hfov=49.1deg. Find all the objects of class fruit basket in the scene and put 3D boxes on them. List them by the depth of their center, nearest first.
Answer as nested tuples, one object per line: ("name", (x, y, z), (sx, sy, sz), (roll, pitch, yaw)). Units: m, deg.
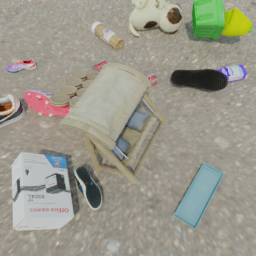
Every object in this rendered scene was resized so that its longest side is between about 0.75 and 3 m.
("fruit basket", (3.790, -4.471, 11.278), (2.421, 2.421, 1.746), (-7, 93, -5))

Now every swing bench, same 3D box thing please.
("swing bench", (-0.264, -0.175, 8.172), (1.609, 2.480, 2.467), (9, 54, 32))

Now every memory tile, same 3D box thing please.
("memory tile", (-1.395, -1.345, 9.998), (2.102, 0.230, 2.742), (9, 35, 5))

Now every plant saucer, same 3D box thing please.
("plant saucer", (2.124, 1.975, 8.311), (0.705, 0.191, 2.016), (29, 60, 18))

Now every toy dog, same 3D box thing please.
("toy dog", (1.264, -4.965, 12.239), (2.233, 1.558, 2.165), (16, 71, 10))

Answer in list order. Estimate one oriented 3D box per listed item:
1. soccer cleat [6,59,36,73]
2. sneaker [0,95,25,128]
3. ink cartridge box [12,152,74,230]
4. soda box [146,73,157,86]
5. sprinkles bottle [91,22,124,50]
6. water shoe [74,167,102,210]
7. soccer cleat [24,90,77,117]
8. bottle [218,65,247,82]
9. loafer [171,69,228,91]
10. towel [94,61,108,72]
("soccer cleat", (-4.307, -2.520, 11.205), (1.170, 0.428, 0.399), (-9, 56, -6))
("sneaker", (-4.787, -0.327, 9.403), (2.493, 0.990, 0.978), (-35, 64, -20))
("ink cartridge box", (-2.378, 1.725, 7.738), (1.378, 0.795, 1.899), (13, 47, -37))
("soda box", (0.627, -1.691, 10.687), (1.018, 0.356, 0.323), (-31, 61, -20))
("sprinkles bottle", (-0.889, -4.002, 12.139), (0.550, 0.550, 1.611), (-38, 64, -23))
("water shoe", (-1.162, 1.771, 8.198), (0.482, 0.532, 1.348), (-18, 69, -26))
("soccer cleat", (-2.429, -0.871, 9.957), (2.560, 0.854, 0.979), (14, 34, 12))
("bottle", (3.802, -2.071, 10.868), (1.472, 0.481, 0.615), (-10, 57, -7))
("loafer", (2.660, -1.879, 10.498), (2.080, 0.759, 0.742), (10, 14, 7))
("towel", (-0.931, -2.361, 11.305), (0.593, 0.092, 0.820), (-30, 63, -21))
